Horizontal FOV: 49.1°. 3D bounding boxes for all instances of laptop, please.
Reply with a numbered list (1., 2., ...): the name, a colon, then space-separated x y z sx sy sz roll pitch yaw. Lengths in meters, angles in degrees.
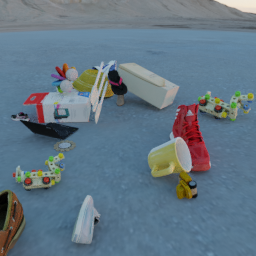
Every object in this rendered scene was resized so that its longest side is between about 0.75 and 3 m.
1. laptop: -3.048 -0.129 11.029 1.499 0.873 1.691 12 28 22

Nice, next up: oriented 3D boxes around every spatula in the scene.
1. spatula: -1.193 -1.591 11.956 0.192 1.663 2.392 4 54 12

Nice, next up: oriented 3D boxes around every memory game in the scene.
1. memory game: -2.325 0.658 10.313 0.830 0.053 0.830 0 26 0

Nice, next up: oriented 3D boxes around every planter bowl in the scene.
1. planter bowl: -1.861 -2.633 15.564 2.407 1.003 2.407 14 22 -6

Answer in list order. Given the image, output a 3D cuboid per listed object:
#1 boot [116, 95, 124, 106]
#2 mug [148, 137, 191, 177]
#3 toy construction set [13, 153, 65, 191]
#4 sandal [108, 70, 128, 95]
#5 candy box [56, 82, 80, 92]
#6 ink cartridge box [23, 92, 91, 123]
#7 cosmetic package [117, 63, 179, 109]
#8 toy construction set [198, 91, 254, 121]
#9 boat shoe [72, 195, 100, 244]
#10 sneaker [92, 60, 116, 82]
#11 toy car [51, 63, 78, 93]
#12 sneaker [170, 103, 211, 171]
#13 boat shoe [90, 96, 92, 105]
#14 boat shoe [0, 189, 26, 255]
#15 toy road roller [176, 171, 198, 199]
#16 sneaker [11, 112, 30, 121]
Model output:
1. boot: -0.392 -1.708 14.400 0.413 0.859 1.175 1 25 2
2. mug: 1.137 0.909 8.412 1.086 1.060 1.323 -19 -17 31
3. toy construction set: -2.597 1.305 8.149 1.561 0.719 1.023 -11 51 -7
4. sandal: -0.555 -2.167 12.905 0.688 0.413 1.831 -21 52 -6
5. candy box: -3.062 -2.183 15.789 1.496 0.535 1.255 8 26 17
6. ink cartridge box: -3.130 -0.962 12.721 2.749 0.924 1.597 -1 25 -2
7. cosmetic package: 0.912 -2.187 14.107 2.906 1.062 1.504 31 29 20
8. toy construction set: 4.229 -1.158 12.861 1.674 1.176 2.554 -42 35 -22
9. boat shoe: -0.945 2.184 6.670 0.519 0.509 1.458 21 22 -6
10. sneaker: -1.589 -3.801 18.549 1.619 1.133 2.803 2 27 -1
11. toy car: -2.965 -2.287 12.671 1.003 1.338 1.171 27 0 -33
12. sneaker: 2.056 0.126 9.546 1.122 1.654 2.864 -4 25 -9
13. boat shoe: -1.941 -1.493 14.540 0.433 0.353 1.029 -9 27 -19
14. boat shoe: -2.908 2.401 5.459 1.066 1.008 2.964 -1 25 -3
15. toy road roller: 1.541 1.634 7.770 0.566 0.476 0.775 -19 30 -12
16. sneaker: -4.797 -0.545 12.486 0.894 0.386 0.359 6 24 14
